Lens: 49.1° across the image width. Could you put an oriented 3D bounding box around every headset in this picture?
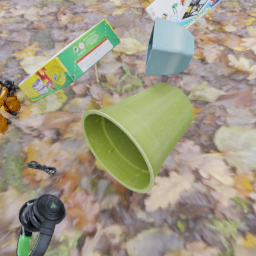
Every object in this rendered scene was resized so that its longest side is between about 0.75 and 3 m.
[{"bbox_3d":[-1.305,1.166,3.935,0.646,0.850,1.376,28,55,-28],"label":"headset"}]

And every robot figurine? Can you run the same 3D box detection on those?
[{"bbox_3d":[-2.692,-0.418,5.781,0.471,1.619,1.174,26,73,-2],"label":"robot figurine"}]

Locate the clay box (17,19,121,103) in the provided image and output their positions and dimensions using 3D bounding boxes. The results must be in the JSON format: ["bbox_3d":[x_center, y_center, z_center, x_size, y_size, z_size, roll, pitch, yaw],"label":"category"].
[{"bbox_3d":[-1.180,-1.101,5.079,2.094,0.498,1.203,-11,33,54],"label":"clay box"}]

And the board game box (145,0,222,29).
[{"bbox_3d":[1.599,-3.518,7.951,1.891,1.193,0.327,-36,10,16],"label":"board game box"}]

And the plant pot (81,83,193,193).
[{"bbox_3d":[0.352,-0.003,5.538,1.857,1.857,1.764,37,58,26],"label":"plant pot"}]

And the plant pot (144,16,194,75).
[{"bbox_3d":[0.753,-1.392,4.972,0.757,0.741,0.743,9,63,-3],"label":"plant pot"}]
